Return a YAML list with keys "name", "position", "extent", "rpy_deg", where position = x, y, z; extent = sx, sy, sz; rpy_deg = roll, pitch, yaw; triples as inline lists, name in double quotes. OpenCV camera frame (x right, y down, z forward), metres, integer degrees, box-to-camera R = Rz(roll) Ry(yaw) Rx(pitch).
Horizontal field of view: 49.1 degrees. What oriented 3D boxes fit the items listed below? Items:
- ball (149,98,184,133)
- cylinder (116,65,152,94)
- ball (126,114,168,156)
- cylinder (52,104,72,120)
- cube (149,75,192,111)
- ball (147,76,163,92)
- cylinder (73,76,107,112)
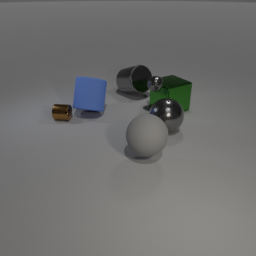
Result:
- name: "ball"
  position: [1.539, -0.500, 11.226]
  extent: [1.400, 1.400, 1.400]
  rpy_deg: [0, 28, 0]
- name: "cylinder"
  position: [0.319, -2.496, 14.586]
  extent: [1.400, 1.400, 1.400]
  rpy_deg: [-19, 14, -31]
- name: "ball"
  position: [0.627, 0.235, 9.273]
  extent: [1.400, 1.400, 1.400]
  rpy_deg: [0, 28, 0]
- name: "cylinder"
  position: [-2.892, -0.699, 12.327]
  extent: [0.700, 0.700, 0.700]
  rpy_deg: [4, 28, 7]
- name: "cube"
  position: [1.981, -1.560, 13.205]
  extent: [1.400, 1.400, 1.400]
  rpy_deg: [-16, 32, -28]
- name: "ball"
  position: [1.192, -1.922, 12.221]
  extent: [0.700, 0.700, 0.700]
  rpy_deg: [0, 28, 0]
- name: "cylinder"
  position: [-1.718, -1.508, 12.634]
  extent: [1.400, 1.400, 1.400]
  rpy_deg: [7, 3, 0]
